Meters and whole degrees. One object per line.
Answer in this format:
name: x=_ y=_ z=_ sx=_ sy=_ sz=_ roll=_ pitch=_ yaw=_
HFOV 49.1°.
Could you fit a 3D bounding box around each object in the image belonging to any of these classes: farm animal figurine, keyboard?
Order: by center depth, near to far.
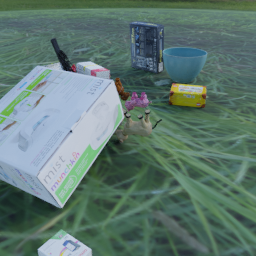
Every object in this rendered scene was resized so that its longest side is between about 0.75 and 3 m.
farm animal figurine: x=-0.506 y=-0.311 z=8.686 sx=2.424 sy=1.278 sz=2.451 roll=-22 pitch=45 yaw=-10
keyboard: x=-2.384 y=-2.436 z=11.120 sx=0.463 sy=2.338 sz=1.217 roll=-25 pitch=24 yaw=-11

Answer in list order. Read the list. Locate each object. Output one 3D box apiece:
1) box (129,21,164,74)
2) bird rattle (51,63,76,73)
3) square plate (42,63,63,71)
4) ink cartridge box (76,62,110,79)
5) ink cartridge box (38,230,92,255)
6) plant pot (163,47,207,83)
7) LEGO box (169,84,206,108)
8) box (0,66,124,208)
box: x=0.969 y=-4.173 z=14.509 sx=1.875 sy=2.378 sz=0.607 roll=23 pitch=40 yaw=38
bird rattle: x=-3.070 y=-2.567 z=13.612 sx=1.438 sy=0.810 sz=1.173 roll=6 pitch=38 yaw=-17
square plate: x=-3.127 y=-2.063 z=11.758 sx=0.172 sy=1.198 sz=1.210 roll=0 pitch=19 yaw=40
ink cartridge box: x=-1.468 y=-1.988 z=11.684 sx=0.700 sy=1.217 sz=1.677 roll=-16 pitch=32 yaw=-31
ink cartridge box: x=-1.084 y=2.217 z=4.869 sx=0.774 sy=0.339 sz=0.562 roll=21 pitch=34 yaw=31
plant pot: x=2.633 y=-2.929 z=13.278 sx=2.021 sy=1.361 sz=2.021 roll=0 pitch=28 yaw=0
LEGO box: x=2.381 y=-1.307 z=11.148 sx=1.400 sy=0.540 sz=1.043 roll=7 pitch=29 yaw=12
box: x=-1.961 y=-0.018 z=6.868 sx=2.590 sy=1.419 sz=2.935 roll=15 pitch=53 yaw=26
